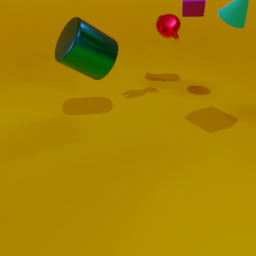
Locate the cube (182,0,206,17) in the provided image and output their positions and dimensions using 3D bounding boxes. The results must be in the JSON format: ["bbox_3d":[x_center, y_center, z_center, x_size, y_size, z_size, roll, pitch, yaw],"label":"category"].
[{"bbox_3d":[2.110,-4.065,8.947,0.700,0.700,0.700,4,72,11],"label":"cube"}]

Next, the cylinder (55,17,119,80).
[{"bbox_3d":[-1.090,-2.046,7.359,1.232,1.232,1.232,21,14,-37],"label":"cylinder"}]

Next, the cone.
[{"bbox_3d":[3.079,-3.366,7.658,0.876,0.879,0.876,12,50,-14],"label":"cone"}]

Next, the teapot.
[{"bbox_3d":[1.386,-3.550,9.812,0.854,0.672,1.373,-31,67,-4],"label":"teapot"}]
